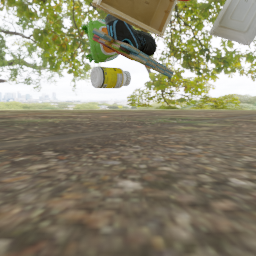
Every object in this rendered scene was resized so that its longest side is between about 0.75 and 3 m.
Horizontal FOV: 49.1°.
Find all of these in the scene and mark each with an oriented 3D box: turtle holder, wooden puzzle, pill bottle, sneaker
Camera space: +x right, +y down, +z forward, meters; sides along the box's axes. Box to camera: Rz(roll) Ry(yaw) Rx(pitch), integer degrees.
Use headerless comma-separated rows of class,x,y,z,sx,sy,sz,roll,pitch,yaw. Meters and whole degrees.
turtle holder,-0.806,-3.059,10.162,1.451,1.553,2.044,-8,-10,0
wooden puzzle,0.123,-1.595,6.179,2.376,0.167,1.409,18,13,-42
pill bottle,-0.624,-1.886,10.554,1.445,0.813,0.813,-5,7,-36
sneaker,0.114,-2.591,8.619,0.847,0.948,2.313,-14,-17,36

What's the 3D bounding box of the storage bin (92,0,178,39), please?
storage bin,0.342,-2.722,5.240,1.563,1.575,0.738,17,15,-26

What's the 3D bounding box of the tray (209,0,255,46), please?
tray,3.329,-3.510,7.710,1.279,2.383,0.264,30,1,29
